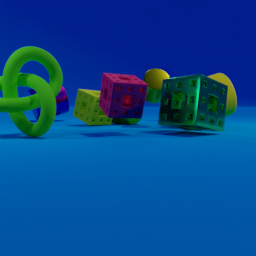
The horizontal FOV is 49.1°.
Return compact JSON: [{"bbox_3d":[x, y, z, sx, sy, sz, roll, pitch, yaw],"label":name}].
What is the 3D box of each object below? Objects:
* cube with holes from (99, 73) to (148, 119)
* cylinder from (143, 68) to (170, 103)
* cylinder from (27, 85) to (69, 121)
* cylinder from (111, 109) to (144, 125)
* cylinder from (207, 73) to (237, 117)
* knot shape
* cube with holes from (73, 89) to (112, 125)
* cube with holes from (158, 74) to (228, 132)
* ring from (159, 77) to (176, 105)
[{"bbox_3d":[-0.135,-0.744,6.430,0.804,0.804,0.804,0,24,-23],"label":"cube with holes"},{"bbox_3d":[0.836,-1.304,8.733,0.800,0.800,0.800,0,-26,-5],"label":"cylinder"},{"bbox_3d":[-3.375,-1.124,11.885,1.357,1.357,1.357,-20,14,-26],"label":"cylinder"},{"bbox_3d":[-0.150,-0.662,10.112,1.034,1.034,1.034,-5,6,-44],"label":"cylinder"},{"bbox_3d":[2.386,-0.859,8.647,1.356,1.356,1.356,-18,7,-6],"label":"cylinder"},{"bbox_3d":[-2.365,-0.770,5.993,1.782,1.905,0.880,-1,-15,-2],"label":"knot shape"},{"bbox_3d":[-1.127,-0.705,9.485,0.953,0.953,0.953,-1,21,-46],"label":"cube with holes"},{"bbox_3d":[1.574,-0.552,6.805,1.128,1.128,1.128,10,-6,-40],"label":"cube with holes"},{"bbox_3d":[2.042,-1.233,11.747,1.785,1.785,0.357,4,18,39],"label":"ring"}]
